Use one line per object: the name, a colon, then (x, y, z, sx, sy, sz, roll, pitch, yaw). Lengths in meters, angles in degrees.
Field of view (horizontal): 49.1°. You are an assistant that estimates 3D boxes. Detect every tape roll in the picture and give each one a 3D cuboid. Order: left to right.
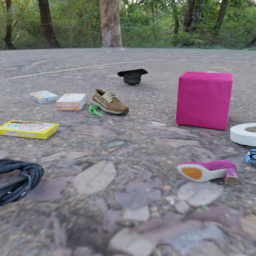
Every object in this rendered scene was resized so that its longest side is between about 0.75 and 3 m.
tape roll: (4.818, 0.207, 10.212, 2.054, 0.375, 2.054, -5, 12, 1)

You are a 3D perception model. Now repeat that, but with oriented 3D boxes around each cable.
cable: (-3.235, 1.380, 7.187, 2.597, 0.660, 2.119, 4, 12, 34)

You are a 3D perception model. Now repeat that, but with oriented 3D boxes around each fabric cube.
fabric cube: (3.336, -1.276, 12.194, 2.105, 2.071, 2.111, 6, 21, 18)

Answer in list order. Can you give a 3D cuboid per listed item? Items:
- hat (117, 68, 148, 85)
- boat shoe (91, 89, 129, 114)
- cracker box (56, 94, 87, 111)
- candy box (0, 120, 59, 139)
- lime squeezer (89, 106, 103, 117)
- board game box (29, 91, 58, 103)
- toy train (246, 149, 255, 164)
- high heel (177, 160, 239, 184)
hat: (0.332, -3.451, 19.430, 2.166, 0.874, 2.166, -3, -5, 0)
boat shoe: (-0.963, -1.343, 13.819, 2.458, 0.908, 0.930, 23, 26, 38)
cracker box: (-2.917, -1.371, 14.648, 1.170, 0.504, 1.747, 2, 20, 4)
candy box: (-3.995, 0.042, 11.222, 2.184, 0.288, 1.116, 5, 24, 12)
lime squeezer: (-1.587, -0.809, 13.549, 0.617, 0.330, 1.747, 23, 11, -15)
board game box: (-4.867, -1.795, 16.094, 1.059, 0.270, 1.575, -17, 27, -38)
toy train: (4.010, 0.900, 8.560, 0.763, 0.436, 0.331, 9, 50, 0)
high heel: (2.222, 1.083, 7.919, 1.736, 0.585, 0.833, 6, 31, 2)
